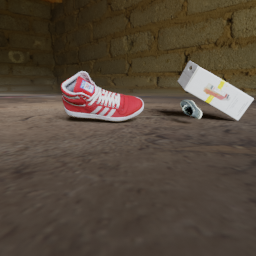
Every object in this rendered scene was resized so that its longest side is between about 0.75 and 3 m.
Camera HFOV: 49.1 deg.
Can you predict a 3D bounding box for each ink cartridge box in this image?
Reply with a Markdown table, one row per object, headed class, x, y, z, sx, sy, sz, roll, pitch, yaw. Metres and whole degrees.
| class | x | y | z | sx | sy | sz | roll | pitch | yaw |
| --- | --- | --- | --- | --- | --- | --- | --- | --- | --- |
| ink cartridge box | 3.110 | -1.406 | 10.325 | 2.312 | 0.964 | 1.678 | 28 | 17 | -9 |

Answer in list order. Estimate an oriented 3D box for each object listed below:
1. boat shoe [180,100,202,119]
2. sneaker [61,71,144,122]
| class | x | y | z | sx | sy | sz | roll | pitch | yaw |
| --- | --- | --- | --- | --- | --- | --- | --- | --- | --- |
| boat shoe | 1.984 | -0.653 | 9.181 | 0.354 | 0.418 | 1.147 | 9 | 25 | -26 |
| sneaker | -0.823 | -1.011 | 8.996 | 2.701 | 0.962 | 1.519 | 0 | -33 | 1 |
